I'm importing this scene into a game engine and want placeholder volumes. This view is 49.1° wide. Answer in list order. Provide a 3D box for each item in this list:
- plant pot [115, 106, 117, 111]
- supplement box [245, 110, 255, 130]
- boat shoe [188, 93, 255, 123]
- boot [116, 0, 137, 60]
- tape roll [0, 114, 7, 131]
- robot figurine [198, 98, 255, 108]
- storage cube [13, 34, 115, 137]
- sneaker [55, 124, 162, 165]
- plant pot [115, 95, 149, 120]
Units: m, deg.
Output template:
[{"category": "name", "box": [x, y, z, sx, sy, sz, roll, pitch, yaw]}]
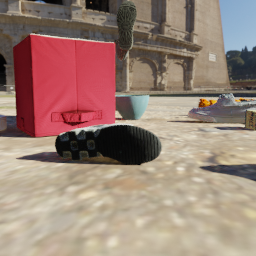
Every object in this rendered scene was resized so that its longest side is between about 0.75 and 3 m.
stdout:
[{"category": "plant pot", "box": [-0.182, -1.407, 16.083, 1.174, 0.788, 1.174, 0, 8, 0]}, {"category": "supplement box", "box": [4.076, -0.245, 8.393, 0.813, 0.546, 0.812, 0, 8, -2]}, {"category": "boat shoe", "box": [3.659, -0.731, 10.099, 2.929, 1.043, 1.022, 1, 8, 10]}, {"category": "boot", "box": [-0.110, -3.624, 10.712, 0.744, 1.865, 2.051, 9, 8, 0]}, {"category": "tape roll", "box": [-4.676, -0.131, 8.050, 2.251, 0.411, 2.251, 1, 8, 0]}, {"category": "robot figurine", "box": [4.659, -0.928, 12.493, 2.733, 0.796, 1.982, -2, 10, -11]}, {"category": "storage cube", "box": [-1.942, -1.192, 8.235, 2.365, 2.487, 2.766, -5, 10, -30]}, {"category": "sneaker", "box": [-0.266, 0.195, 4.743, 1.769, 0.655, 0.783, 3, 11, 17]}, {"category": "plant pot", "box": [0.134, -0.823, 11.124, 1.403, 0.945, 1.403, -1, 8, 0]}]
